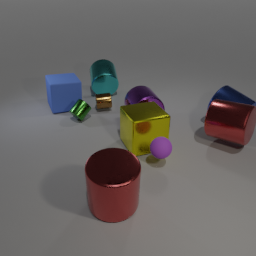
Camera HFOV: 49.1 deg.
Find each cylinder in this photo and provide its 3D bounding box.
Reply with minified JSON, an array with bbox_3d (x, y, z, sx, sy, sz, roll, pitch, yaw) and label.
[{"bbox_3d":[-1.131,-1.255,12.993,0.700,0.700,0.700,-8,30,-7],"label":"cylinder"},{"bbox_3d":[0.672,-0.916,11.851,1.400,1.400,1.400,-7,29,-12],"label":"cylinder"},{"bbox_3d":[3.646,-0.228,9.942,1.400,1.400,1.400,17,33,35],"label":"cylinder"},{"bbox_3d":[-0.386,1.475,7.330,1.400,1.400,1.400,1,37,-1],"label":"cylinder"},{"bbox_3d":[4.208,-0.798,11.353,1.400,1.400,1.400,-22,50,-35],"label":"cylinder"},{"bbox_3d":[-2.057,-0.778,12.076,0.700,0.700,0.700,25,74,38],"label":"cylinder"},{"bbox_3d":[-1.259,-2.627,14.643,1.400,1.400,1.400,-4,46,-8],"label":"cylinder"}]

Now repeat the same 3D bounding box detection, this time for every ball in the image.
[{"bbox_3d":[1.049,0.627,8.880,0.700,0.700,0.700,0,29,0],"label":"ball"}]

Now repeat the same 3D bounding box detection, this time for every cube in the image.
[{"bbox_3d":[0.577,-0.005,10.206,1.400,1.400,1.400,-10,30,-17],"label":"cube"},{"bbox_3d":[-3.018,-1.673,13.174,1.400,1.400,1.400,-9,31,-21],"label":"cube"}]
